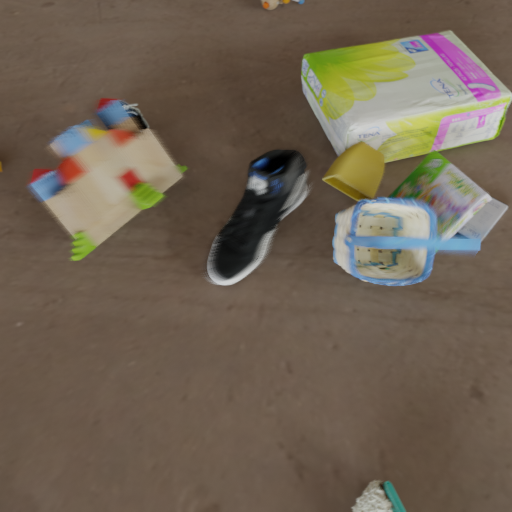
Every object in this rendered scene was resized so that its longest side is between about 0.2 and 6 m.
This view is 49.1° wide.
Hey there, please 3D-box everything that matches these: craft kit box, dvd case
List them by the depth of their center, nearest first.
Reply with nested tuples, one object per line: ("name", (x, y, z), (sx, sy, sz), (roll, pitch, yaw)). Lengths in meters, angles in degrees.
("craft kit box", (3.601, -1.095, 11.370), (1.580, 0.388, 1.600), (-47, 51, 14))
("dvd case", (4.644, -0.894, 12.115), (1.036, 0.127, 1.452), (34, 60, 23))

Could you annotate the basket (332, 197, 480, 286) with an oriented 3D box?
("basket", (2.568, -0.251, 10.170), (2.023, 2.294, 1.596), (3, 88, -18))

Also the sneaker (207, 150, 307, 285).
("sneaker", (-0.107, -0.919, 10.793), (1.061, 1.625, 2.905), (30, 71, 21))

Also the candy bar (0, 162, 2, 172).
("candy bar", (-6.700, -1.863, 12.817), (1.696, 0.188, 0.423), (-16, 51, -11))

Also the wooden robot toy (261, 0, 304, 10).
("wooden robot toy", (0.429, -8.122, 17.144), (2.488, 1.096, 1.129), (25, 67, 18))

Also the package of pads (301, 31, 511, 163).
("package of pads", (3.524, -3.820, 13.542), (4.178, 1.425, 3.228), (-13, 52, -9))

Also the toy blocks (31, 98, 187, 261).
("toy blocks", (-3.096, -1.735, 11.147), (3.182, 2.175, 1.590), (-45, 22, -27))

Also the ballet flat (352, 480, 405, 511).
("ballet flat", (2.157, 4.362, 7.833), (0.856, 0.856, 2.387), (-21, 53, -15))

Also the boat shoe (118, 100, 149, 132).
("boat shoe", (-3.127, -3.387, 13.692), (0.693, 0.641, 1.877), (-24, 56, -17))

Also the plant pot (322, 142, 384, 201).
("plant pot", (2.158, -1.849, 11.921), (0.970, 0.976, 0.999), (29, 89, -9))
